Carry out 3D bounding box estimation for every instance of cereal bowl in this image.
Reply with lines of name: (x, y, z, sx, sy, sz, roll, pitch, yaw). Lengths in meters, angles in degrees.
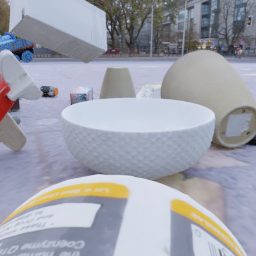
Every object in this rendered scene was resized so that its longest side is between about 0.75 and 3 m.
cereal bowl: (0.172, 0.197, 5.158, 2.728, 1.136, 2.728, -1, 16, 0)

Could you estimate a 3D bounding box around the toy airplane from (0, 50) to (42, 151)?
toy airplane: (-2.756, -0.380, 4.881, 1.704, 2.415, 2.405, 21, 23, 24)

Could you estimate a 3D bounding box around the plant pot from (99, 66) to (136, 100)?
plant pot: (-0.347, -1.350, 9.824, 1.455, 1.554, 1.455, 1, 16, 0)

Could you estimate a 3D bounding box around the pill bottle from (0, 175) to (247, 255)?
pill bottle: (-0.228, 1.305, 0.438, 1.590, 1.590, 2.733, 2, 16, 8)

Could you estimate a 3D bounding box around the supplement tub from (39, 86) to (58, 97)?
supplement tub: (-3.662, -1.685, 12.902, 0.816, 0.500, 0.500, 4, 16, 13)

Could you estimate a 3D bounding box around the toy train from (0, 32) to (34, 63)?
toy train: (-3.612, -2.344, 8.406, 0.723, 0.953, 1.668, 24, 41, 35)

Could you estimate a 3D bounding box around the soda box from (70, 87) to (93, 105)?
soda box: (-1.819, -1.250, 11.209, 0.642, 0.597, 1.878, 0, 17, 0)

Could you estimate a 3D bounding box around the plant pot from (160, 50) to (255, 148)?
plant pot: (2.097, -0.563, 6.799, 2.089, 2.089, 2.231, -3, 30, -10)

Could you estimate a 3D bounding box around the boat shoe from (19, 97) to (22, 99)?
boat shoe: (-4.969, -1.292, 12.039, 0.263, 0.305, 0.849, -12, -1, 39)

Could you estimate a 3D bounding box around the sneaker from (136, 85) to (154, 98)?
sneaker: (0.649, -1.308, 10.880, 0.656, 0.763, 1.802, 24, 17, -2)

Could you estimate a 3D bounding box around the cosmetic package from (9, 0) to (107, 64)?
cosmetic package: (-1.936, -3.093, 8.151, 2.666, 1.505, 1.082, 14, -23, -42)

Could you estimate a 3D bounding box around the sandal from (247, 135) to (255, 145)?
sandal: (3.562, -0.184, 7.468, 0.991, 0.595, 2.639, 8, 18, 26)

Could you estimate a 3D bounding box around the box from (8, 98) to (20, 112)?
box: (-5.244, -1.827, 9.751, 2.058, 2.506, 2.079, -13, 21, -39)
